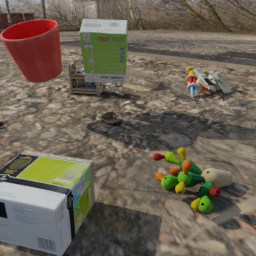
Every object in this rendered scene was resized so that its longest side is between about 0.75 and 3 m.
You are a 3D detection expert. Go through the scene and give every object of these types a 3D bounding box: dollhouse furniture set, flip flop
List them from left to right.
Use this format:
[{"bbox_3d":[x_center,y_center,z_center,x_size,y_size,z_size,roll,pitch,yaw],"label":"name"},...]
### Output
[{"bbox_3d":[-2.263,-3.141,16.576,1.716,1.706,2.435,4,25,8],"label":"dollhouse furniture set"},{"bbox_3d":[-0.849,-0.560,12.494,0.640,0.455,1.579,-18,30,-33],"label":"flip flop"}]

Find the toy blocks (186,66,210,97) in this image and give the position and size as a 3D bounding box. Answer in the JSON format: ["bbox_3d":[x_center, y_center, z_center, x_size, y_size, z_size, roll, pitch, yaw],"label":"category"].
[{"bbox_3d":[4.045,-2.473,15.934,1.563,0.681,1.876,14,59,-20],"label":"toy blocks"}]

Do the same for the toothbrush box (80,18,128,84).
[{"bbox_3d":[-0.972,-3.250,12.099,1.877,2.577,1.109,2,49,1],"label":"toothbrush box"}]

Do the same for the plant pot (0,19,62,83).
[{"bbox_3d":[-3.707,-3.091,11.452,2.249,1.990,2.249,-5,39,4],"label":"plant pot"}]

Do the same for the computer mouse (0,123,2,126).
[{"bbox_3d":[-5.862,-0.190,12.022,0.701,0.230,0.998,-22,38,-31],"label":"computer mouse"}]

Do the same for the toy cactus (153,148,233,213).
[{"bbox_3d":[1.932,1.307,7.849,2.116,1.311,2.565,2,14,-19],"label":"toy cactus"}]

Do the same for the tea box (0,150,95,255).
[{"bbox_3d":[-2.060,1.637,6.668,2.007,1.341,1.974,7,26,15],"label":"tea box"}]

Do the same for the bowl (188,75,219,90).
[{"bbox_3d":[4.685,-2.874,17.310,1.713,0.640,1.716,-1,24,-3],"label":"bowl"}]

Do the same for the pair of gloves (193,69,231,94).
[{"bbox_3d":[4.853,-2.728,15.931,2.094,0.367,1.781,-2,56,-33],"label":"pair of gloves"}]
